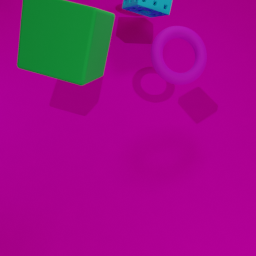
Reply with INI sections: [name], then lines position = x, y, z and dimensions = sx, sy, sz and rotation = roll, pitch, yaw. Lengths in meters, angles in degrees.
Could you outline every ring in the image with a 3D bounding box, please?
[ring]
position = 1.097, -1.556, 6.010
dimensions = 1.273, 0.255, 1.273
rotation = 1, 87, -12

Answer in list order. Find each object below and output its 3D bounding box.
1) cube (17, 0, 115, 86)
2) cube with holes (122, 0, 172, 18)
[cube]
position = -0.994, -1.481, 4.688
dimensions = 1.142, 1.142, 1.142
rotation = 16, 20, 6
[cube with holes]
position = 0.552, -3.612, 7.488
dimensions = 0.970, 0.970, 0.970
rotation = 5, 13, -27
